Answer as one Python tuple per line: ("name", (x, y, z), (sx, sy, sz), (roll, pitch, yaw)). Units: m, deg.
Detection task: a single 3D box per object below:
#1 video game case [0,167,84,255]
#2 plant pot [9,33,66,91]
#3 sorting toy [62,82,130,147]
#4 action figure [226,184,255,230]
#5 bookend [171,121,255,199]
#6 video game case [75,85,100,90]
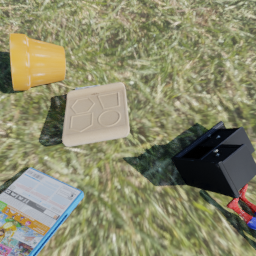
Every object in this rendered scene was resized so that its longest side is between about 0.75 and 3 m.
("video game case", (-2.308, 1.951, 6.043), (1.675, 0.208, 2.340), (19, 43, 22))
("plant pot", (-2.651, -1.917, 8.283), (1.472, 1.608, 1.608), (-3, 57, -20))
("sorting toy", (-0.808, -0.358, 7.136), (1.631, 0.321, 1.762), (-10, 51, 5))
("action figure", (3.449, 2.356, 5.985), (2.675, 0.691, 0.875), (43, 37, 21))
("bookend", (2.263, 0.589, 6.394), (1.810, 1.822, 0.839), (-33, 99, -18))
("video game case", (-1.168, -1.077, 8.261), (0.757, 0.091, 0.830), (-9, 25, -8))
